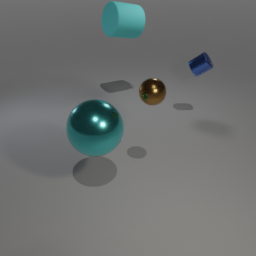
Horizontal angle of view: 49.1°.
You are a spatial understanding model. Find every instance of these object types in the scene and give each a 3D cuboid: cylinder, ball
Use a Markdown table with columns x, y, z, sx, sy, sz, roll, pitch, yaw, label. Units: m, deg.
| x | y | z | sx | sy | sz | roll | pitch | yaw | label |
| --- | --- | --- | --- | --- | --- | --- | --- | --- | --- |
| -0.211 | -4.626 | 12.067 | 1.400 | 1.400 | 1.400 | -8 | 29 | -34 | cylinder |
| 0.625 | -0.922 | 7.123 | 0.700 | 0.700 | 0.700 | 0 | 29 | 0 | ball |
| 2.835 | -2.469 | 10.898 | 0.700 | 0.700 | 0.700 | -28 | 13 | 33 | cylinder |
| -0.800 | -0.001 | 6.859 | 1.400 | 1.400 | 1.400 | 0 | 29 | 0 | ball |
